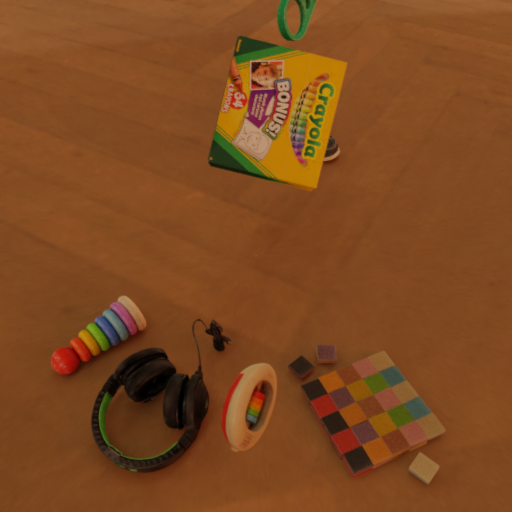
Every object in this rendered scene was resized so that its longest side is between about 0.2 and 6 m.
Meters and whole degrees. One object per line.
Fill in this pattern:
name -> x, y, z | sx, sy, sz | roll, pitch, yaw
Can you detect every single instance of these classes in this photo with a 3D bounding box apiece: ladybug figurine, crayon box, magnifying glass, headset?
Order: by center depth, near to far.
ladybug figurine -> -0.072, 1.131, 4.234 | 0.245, 0.462, 0.681 | 3, 59, 38
crayon box -> 0.273, -1.856, 7.415 | 1.460, 1.692, 0.493 | 14, 1, 0
headset -> -1.169, 1.827, 7.592 | 1.394, 1.061, 2.258 | 28, 66, 20
magnifying glass -> 0.729, -3.584, 7.912 | 0.171, 0.606, 1.523 | 10, 51, 33

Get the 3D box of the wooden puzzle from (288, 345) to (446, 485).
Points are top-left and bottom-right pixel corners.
wooden puzzle -> 1.531, 2.074, 7.597 | 1.409, 0.167, 2.375 | -18, 47, -17

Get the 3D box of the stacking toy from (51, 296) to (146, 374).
stacking toy -> -2.360, 1.222, 8.266 | 1.425, 0.608, 0.608 | -37, 55, -23

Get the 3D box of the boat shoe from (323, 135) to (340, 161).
boat shoe -> 0.785, -2.811, 12.200 | 0.899, 0.742, 2.401 | -34, 54, -30
